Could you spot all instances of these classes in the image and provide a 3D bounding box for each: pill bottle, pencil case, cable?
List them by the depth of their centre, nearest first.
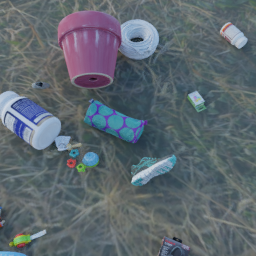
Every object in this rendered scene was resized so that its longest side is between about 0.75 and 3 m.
[{"bbox_3d":[-3.779,-0.339,10.427,2.327,1.346,1.346,33,68,15],"label":"pill bottle"},{"bbox_3d":[-0.504,-0.261,10.604,2.265,0.964,1.047,25,56,11],"label":"pencil case"},{"bbox_3d":[0.423,-4.031,12.715,1.950,0.675,1.950,26,65,14],"label":"cable"},{"bbox_3d":[4.845,-4.220,12.820,0.644,0.644,1.175,-30,66,-14],"label":"pill bottle"}]

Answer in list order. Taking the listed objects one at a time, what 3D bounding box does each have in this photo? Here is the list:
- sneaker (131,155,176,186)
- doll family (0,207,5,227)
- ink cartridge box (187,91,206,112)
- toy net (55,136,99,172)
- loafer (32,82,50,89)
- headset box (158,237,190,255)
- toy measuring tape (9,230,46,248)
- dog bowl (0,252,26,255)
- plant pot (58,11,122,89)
[{"bbox_3d":[0.799,1.279,9.738,1.782,0.691,0.813,-30,50,15],"label":"sneaker"},{"bbox_3d":[-4.940,3.102,8.980,1.743,0.785,1.082,-6,63,-3],"label":"doll family"},{"bbox_3d":[2.829,-1.087,11.440,0.421,0.241,0.811,-24,65,-12],"label":"ink cartridge box"},{"bbox_3d":[-2.020,0.945,10.183,1.931,0.373,1.013,27,56,27],"label":"toy net"},{"bbox_3d":[-3.540,-1.756,11.500,0.804,0.281,0.281,-15,86,-50],"label":"loafer"},{"bbox_3d":[1.377,4.004,8.714,0.855,0.444,1.149,21,66,10],"label":"headset box"},{"bbox_3d":[-3.234,3.528,8.984,1.162,0.427,0.427,-19,64,-10],"label":"toy measuring tape"},{"bbox_3d":[-3.982,4.067,8.350,2.040,1.137,0.506,-1,52,0],"label":"dog bowl"},{"bbox_3d":[-1.498,-2.945,11.283,2.593,2.593,2.321,-3,78,-2],"label":"plant pot"}]
